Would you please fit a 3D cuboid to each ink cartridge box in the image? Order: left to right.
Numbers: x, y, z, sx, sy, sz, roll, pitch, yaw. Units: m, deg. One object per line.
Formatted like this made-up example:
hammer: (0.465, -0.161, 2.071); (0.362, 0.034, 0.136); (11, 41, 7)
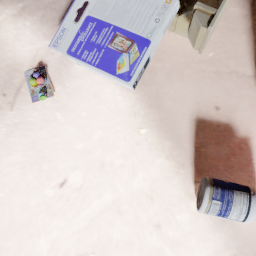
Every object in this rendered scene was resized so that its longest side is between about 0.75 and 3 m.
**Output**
ink cartridge box: (-0.417, -2.840, 7.951); (2.790, 0.605, 2.764); (28, 86, 13)

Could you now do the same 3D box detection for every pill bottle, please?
pill bottle: (2.441, 1.706, 6.491); (1.548, 0.860, 0.860); (12, 70, 4)

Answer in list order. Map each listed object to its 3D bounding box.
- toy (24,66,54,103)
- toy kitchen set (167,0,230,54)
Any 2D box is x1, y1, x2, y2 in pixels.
toy: (-2.552, -1.296, 7.927); (0.641, 0.263, 1.114); (-20, 71, -8)
toy kitchen set: (1.310, -3.432, 7.368); (2.495, 2.766, 2.257); (26, 71, 9)
